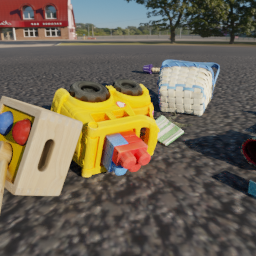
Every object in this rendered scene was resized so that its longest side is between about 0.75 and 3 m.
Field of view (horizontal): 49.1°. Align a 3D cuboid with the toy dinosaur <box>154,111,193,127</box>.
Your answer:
[{"bbox_3d":[1.447,-0.273,10.279,1.736,0.412,0.765,2,35,5],"label":"toy dinosaur"}]

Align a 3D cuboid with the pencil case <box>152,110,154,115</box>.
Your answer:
[{"bbox_3d":[0.534,-0.753,11.405,1.017,0.476,0.461,5,36,15],"label":"pencil case"}]

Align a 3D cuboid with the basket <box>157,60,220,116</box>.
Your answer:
[{"bbox_3d":[2.429,-1.950,11.976,2.550,2.012,2.892,8,53,20],"label":"basket"}]

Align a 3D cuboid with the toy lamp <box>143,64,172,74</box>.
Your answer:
[{"bbox_3d":[2.338,-4.210,20.269,2.536,0.738,0.738,8,22,19],"label":"toy lamp"}]

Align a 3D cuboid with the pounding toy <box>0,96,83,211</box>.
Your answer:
[{"bbox_3d":[-2.270,0.592,5.951,2.012,2.186,1.554,18,-1,39],"label":"pounding toy"}]

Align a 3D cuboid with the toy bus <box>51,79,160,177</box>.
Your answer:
[{"bbox_3d":[-0.190,0.111,7.411,2.941,1.996,2.824,-12,36,-35],"label":"toy bus"}]

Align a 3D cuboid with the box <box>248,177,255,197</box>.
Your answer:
[{"bbox_3d":[3.293,1.432,5.791,0.582,0.348,1.414,-14,25,-33],"label":"box"}]

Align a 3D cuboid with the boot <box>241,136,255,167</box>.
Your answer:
[{"bbox_3d":[4.518,0.728,6.699,2.264,1.082,2.998,-9,16,-16],"label":"boot"}]

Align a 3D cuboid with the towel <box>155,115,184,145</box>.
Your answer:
[{"bbox_3d":[1.160,0.071,9.055,0.823,0.126,1.078,-36,48,-14],"label":"towel"}]
